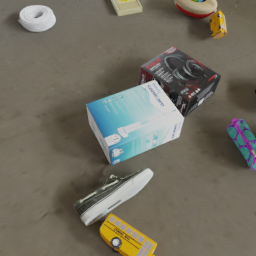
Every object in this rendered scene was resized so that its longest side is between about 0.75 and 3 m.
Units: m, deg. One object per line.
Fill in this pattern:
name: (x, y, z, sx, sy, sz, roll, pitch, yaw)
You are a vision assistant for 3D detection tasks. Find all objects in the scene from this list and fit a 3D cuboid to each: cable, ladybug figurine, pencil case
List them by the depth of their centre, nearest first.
pencil case: (3.275, 0.419, 7.685, 0.591, 0.642, 1.389, -31, 54, 14)
cable: (-3.606, -4.391, 11.162, 1.343, 0.465, 1.342, -31, 60, -20)
ladybug figurine: (2.723, -5.101, 11.503, 1.355, 0.718, 1.997, -38, 63, -24)

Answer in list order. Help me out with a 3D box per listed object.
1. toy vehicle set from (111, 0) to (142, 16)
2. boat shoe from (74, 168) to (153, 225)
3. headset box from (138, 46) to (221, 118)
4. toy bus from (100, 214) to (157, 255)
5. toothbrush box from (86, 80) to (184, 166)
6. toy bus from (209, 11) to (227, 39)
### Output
toy vehicle set: (-0.135, -5.473, 12.070, 1.041, 0.222, 1.675, -13, 56, -9)
boat shoe: (-0.332, 1.498, 6.873, 2.069, 0.731, 0.659, -30, 62, -18)
headset box: (1.514, -1.573, 8.922, 1.630, 0.846, 2.190, -36, 64, -26)
toy bus: (0.092, 2.616, 6.230, 1.557, 0.507, 0.610, 28, 58, 19)
toothbrush box: (0.174, -0.200, 7.920, 2.231, 0.951, 1.633, -23, 58, -15)
toy bus: (3.467, -3.920, 10.758, 0.527, 0.438, 1.346, 33, 48, -31)
